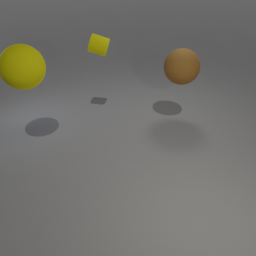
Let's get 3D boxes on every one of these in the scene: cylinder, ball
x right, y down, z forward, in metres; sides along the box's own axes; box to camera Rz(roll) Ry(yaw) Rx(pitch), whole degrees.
[{"bbox_3d":[-1.134,-3.218,10.864,0.700,0.700,0.700,16,31,-6],"label":"cylinder"},{"bbox_3d":[2.105,-2.392,10.949,1.400,1.400,1.400,0,31,0],"label":"ball"},{"bbox_3d":[-3.297,-1.897,8.749,1.400,1.400,1.400,0,31,0],"label":"ball"}]
